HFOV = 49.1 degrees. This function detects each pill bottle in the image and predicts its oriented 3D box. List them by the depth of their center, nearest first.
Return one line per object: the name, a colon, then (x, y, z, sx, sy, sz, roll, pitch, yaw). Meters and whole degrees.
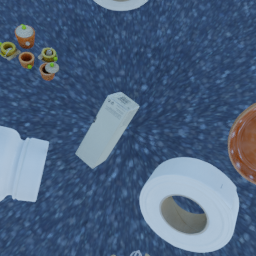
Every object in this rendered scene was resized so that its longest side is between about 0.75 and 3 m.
pill bottle: (-2.741, 0.564, 4.963, 2.412, 1.367, 1.367, 13, 78, -16)

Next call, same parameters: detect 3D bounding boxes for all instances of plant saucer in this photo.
plant saucer: (2.439, 0.246, 4.504, 1.588, 0.256, 1.588, 6, 112, 14)

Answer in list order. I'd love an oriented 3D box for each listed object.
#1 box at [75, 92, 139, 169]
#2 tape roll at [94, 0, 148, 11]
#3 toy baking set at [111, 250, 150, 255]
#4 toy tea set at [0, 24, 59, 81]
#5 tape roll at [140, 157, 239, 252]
box: (-0.420, 0.048, 5.551, 0.510, 0.613, 1.491, 39, 115, 12)
tape roll: (-0.163, -3.318, 6.387, 1.458, 1.458, 0.510, -1, 78, 0)
toy baking set: (-0.035, 2.367, 4.374, 1.064, 0.124, 0.817, 7, 85, -37)
toy tea set: (-2.179, -1.792, 6.453, 1.571, 0.581, 0.934, 32, 60, 6)
tape roll: (1.260, 1.610, 5.866, 1.978, 1.978, 0.692, 39, 37, 7)
